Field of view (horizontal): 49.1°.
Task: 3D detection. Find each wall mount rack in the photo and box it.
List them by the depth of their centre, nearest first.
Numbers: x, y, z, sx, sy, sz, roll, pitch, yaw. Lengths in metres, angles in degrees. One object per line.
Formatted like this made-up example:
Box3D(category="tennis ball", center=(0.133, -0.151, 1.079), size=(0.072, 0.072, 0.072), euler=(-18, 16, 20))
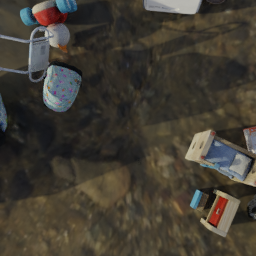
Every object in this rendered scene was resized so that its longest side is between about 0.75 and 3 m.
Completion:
Box3D(category="wall mount rack", center=(-2.525, -1.852, 6.911), size=(1.372, 1.579, 0.589), euler=(-27, 60, -40))

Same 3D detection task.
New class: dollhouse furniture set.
Box3D(category="dollhouse furniture set", center=(2.073, 1.339, 6.804), size=(1.474, 1.466, 2.092), euler=(25, 85, 2))

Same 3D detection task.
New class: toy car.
Box3D(category="toy car", center=(-1.917, -2.683, 7.531), size=(1.245, 1.195, 1.351), euler=(-14, 112, 11))

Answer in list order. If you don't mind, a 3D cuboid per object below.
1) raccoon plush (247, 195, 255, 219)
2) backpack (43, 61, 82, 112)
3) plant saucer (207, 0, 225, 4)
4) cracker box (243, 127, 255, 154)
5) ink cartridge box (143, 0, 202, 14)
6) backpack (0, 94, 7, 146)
Box3D(category="raccoon plush", center=(4.278, 2.201, 6.931), size=(2.567, 1.242, 1.720), euler=(-38, 94, -4))
Box3D(category="backpack", center=(-1.642, -1.002, 6.811), size=(0.982, 0.745, 1.177), euler=(14, 62, -12))
Box3D(category="plant saucer", center=(2.482, -3.879, 7.976), size=(0.769, 0.123, 0.769), euler=(0, 85, 1))
Box3D(category="cracker box", center=(3.689, 0.562, 7.428), size=(0.867, 0.373, 1.294), euler=(-12, 85, -1))
Box3D(category="ink cartridge box", center=(1.284, -4.354, 7.604), size=(1.563, 0.910, 2.146), euler=(6, 86, 4))
Box3D(category="backpack", center=(-3.875, -0.641, 6.983), size=(1.685, 1.788, 2.191), euler=(-34, 79, -12))
